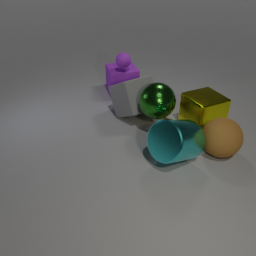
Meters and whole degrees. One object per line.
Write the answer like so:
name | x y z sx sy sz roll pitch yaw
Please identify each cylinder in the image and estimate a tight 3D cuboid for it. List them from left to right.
cylinder | 1.595 0.413 9.268 1.400 1.400 1.400 -1 25 -45

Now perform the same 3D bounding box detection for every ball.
ball | -0.215 -3.100 12.818 0.700 0.700 0.700 0 33 0
ball | 1.116 -1.023 10.634 1.400 1.400 1.400 0 33 0
ball | 3.267 0.333 9.742 1.400 1.400 1.400 0 33 0

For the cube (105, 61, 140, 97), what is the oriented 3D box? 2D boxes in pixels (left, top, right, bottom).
cube | -0.285 -2.380 13.965 1.400 1.400 1.400 -9 34 -13

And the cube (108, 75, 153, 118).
cube | 0.237 -1.317 11.848 1.400 1.400 1.400 -20 9 -31

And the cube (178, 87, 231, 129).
cube | 3.037 -0.669 11.310 1.400 1.400 1.400 -15 36 -21
